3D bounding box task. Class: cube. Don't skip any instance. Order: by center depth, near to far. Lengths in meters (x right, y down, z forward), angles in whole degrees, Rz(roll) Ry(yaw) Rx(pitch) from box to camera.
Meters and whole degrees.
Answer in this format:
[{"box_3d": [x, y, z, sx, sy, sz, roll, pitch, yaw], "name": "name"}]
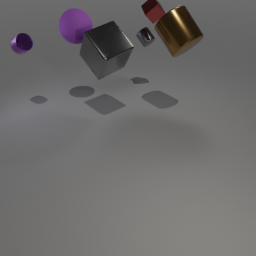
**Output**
[{"box_3d": [-0.871, -3.033, 11.003, 1.400, 1.400, 1.400, -32, 81, -26], "name": "cube"}, {"box_3d": [1.123, -5.264, 12.484, 0.700, 0.700, 0.700, 27, 38, -47], "name": "cube"}]

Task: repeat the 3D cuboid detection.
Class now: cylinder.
[{"box_3d": [1.963, -3.707, 10.834, 1.400, 1.400, 1.400, -32, -2, -1], "name": "cylinder"}, {"box_3d": [-4.273, -3.380, 11.255, 0.700, 0.700, 0.700, -24, 15, -34], "name": "cylinder"}, {"box_3d": [0.876, -4.509, 13.904, 0.700, 0.700, 0.700, -33, 88, -41], "name": "cylinder"}]

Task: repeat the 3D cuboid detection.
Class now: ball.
[{"box_3d": [-2.165, -4.213, 11.634, 1.400, 1.400, 1.400, 0, 31, 0], "name": "ball"}]
